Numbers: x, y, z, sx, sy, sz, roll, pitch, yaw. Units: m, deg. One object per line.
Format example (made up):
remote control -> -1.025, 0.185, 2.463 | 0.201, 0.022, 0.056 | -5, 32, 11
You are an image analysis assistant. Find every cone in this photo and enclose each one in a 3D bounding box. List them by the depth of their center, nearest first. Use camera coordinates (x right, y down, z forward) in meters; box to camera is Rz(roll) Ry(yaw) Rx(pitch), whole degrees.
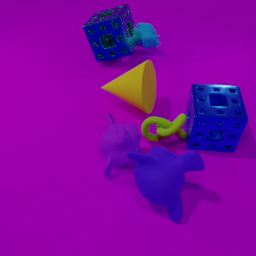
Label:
cone -> -0.094, -1.212, 8.384 | 1.546, 1.540, 1.540 | 2, 46, 20

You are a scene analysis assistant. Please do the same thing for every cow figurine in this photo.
cow figurine -> 0.771, -3.658, 11.029 | 1.356, 0.757, 1.379 | 11, 47, 28

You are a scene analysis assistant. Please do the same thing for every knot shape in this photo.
knot shape -> 1.110, 0.018, 7.558 | 1.283, 1.201, 0.593 | -12, 77, 36

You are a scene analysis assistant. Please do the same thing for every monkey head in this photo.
monkey head -> 0.879, 1.043, 6.126 | 1.416, 1.969, 1.186 | -21, 18, 44
monkey head -> -0.279, 0.347, 6.991 | 1.040, 1.241, 1.725 | -4, 71, 19

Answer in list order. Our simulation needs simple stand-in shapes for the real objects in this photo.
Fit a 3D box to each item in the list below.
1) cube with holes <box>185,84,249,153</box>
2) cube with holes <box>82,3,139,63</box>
cube with holes -> 2.308, -0.268, 7.622 | 1.283, 1.283, 1.283 | 4, 48, 4
cube with holes -> -0.563, -3.412, 10.100 | 1.374, 1.374, 1.374 | -6, 38, 21
